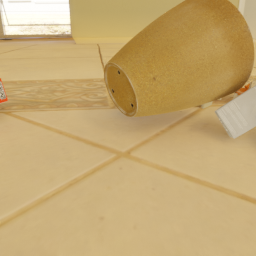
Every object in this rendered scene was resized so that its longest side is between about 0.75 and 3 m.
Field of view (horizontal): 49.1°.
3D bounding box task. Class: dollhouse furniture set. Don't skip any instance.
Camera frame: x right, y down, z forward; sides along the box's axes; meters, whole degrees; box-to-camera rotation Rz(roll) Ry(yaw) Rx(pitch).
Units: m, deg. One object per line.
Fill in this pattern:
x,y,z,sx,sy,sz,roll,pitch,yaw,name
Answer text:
3.077,-1.661,9.674,2.500,1.302,2.528,-23,35,-38,dollhouse furniture set

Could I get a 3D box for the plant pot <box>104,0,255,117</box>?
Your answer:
0.933,-1.447,6.626,2.820,2.628,2.628,-28,31,-22,plant pot

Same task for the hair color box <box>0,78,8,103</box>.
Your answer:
-4.411,-0.681,7.180,1.204,0.726,2.372,-7,16,21,hair color box

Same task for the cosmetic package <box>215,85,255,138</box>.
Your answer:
2.860,-0.479,6.434,1.514,0.808,0.683,-32,-7,12,cosmetic package
